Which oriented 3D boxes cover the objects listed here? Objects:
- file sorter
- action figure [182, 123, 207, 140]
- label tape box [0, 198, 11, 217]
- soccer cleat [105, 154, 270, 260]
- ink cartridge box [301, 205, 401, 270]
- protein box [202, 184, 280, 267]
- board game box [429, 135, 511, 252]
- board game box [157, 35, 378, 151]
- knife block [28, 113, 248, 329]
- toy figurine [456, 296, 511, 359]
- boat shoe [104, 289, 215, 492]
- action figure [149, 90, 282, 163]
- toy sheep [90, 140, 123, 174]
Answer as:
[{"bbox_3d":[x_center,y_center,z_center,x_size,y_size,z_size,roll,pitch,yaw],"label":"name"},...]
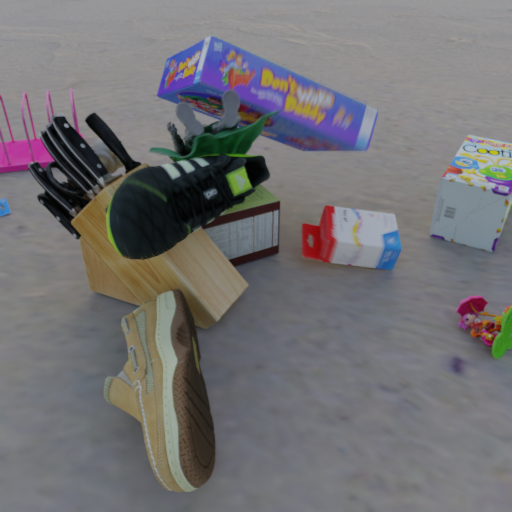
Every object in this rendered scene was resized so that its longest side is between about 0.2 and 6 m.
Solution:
[{"bbox_3d":[-5.370,-3.027,13.275,2.318,1.454,1.611,-9,35,-14],"label":"file sorter"},{"bbox_3d":[-1.374,-3.025,14.117,1.082,0.552,0.643,13,46,16],"label":"action figure"},{"bbox_3d":[-5.562,-1.012,11.220,1.077,0.356,0.772,-18,37,-22],"label":"label tape box"},{"bbox_3d":[-0.851,-0.898,7.884,1.335,1.112,3.293,-10,17,27],"label":"soccer cleat"},{"bbox_3d":[1.615,-0.338,9.693,1.588,0.534,0.923,7,45,-4],"label":"ink cartridge box"},{"bbox_3d":[-0.689,-0.660,9.973,1.651,1.114,1.639,-16,37,-23],"label":"protein box"},{"bbox_3d":[4.332,-1.280,10.806,1.216,1.238,2.360,18,38,23],"label":"board game box"},{"bbox_3d":[0.177,-2.799,10.289,3.403,0.762,2.288,14,2,-28],"label":"board game box"},{"bbox_3d":[-1.790,-0.661,8.396,3.261,2.863,1.043,16,37,22],"label":"knife block"},{"bbox_3d":[3.321,0.956,8.167,0.959,0.720,0.882,-47,37,-18],"label":"toy figurine"},{"bbox_3d":[-1.248,1.613,6.799,1.181,1.111,3.100,-18,27,-2],"label":"boat shoe"},{"bbox_3d":[-0.851,-1.986,9.859,2.052,0.950,3.474,-15,1,-8],"label":"action figure"},{"bbox_3d":[-2.507,-1.656,9.326,0.624,0.624,0.905,-2,32,-2],"label":"toy sheep"}]
